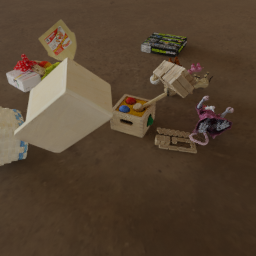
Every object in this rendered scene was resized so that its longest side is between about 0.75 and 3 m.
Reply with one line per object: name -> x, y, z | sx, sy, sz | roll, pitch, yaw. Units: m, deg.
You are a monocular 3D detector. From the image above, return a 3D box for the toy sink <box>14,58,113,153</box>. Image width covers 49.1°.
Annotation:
toy sink -> -1.649, -0.491, 7.080 | 1.411, 2.165, 1.213 | 28, 42, -39

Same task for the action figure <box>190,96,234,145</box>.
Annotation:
action figure -> 3.340, -0.302, 11.340 | 1.489, 1.655, 2.223 | 26, 20, -6

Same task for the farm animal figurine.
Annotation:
farm animal figurine -> 2.559, -2.281, 13.611 | 2.250, 1.186, 2.276 | -37, 57, -21

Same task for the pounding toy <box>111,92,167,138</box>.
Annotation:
pounding toy -> 0.449, -0.693, 11.398 | 1.807, 1.285, 1.664 | 16, 42, 19

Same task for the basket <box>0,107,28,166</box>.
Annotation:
basket -> -4.891, 0.295, 9.422 | 2.767, 1.924, 2.439 | 3, 26, -31

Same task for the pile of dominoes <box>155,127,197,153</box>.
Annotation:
pile of dominoes -> 1.819, 0.523, 10.847 | 1.534, 0.244, 1.195 | 9, 38, -2

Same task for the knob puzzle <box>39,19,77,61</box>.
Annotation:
knob puzzle -> -2.319, -2.937, 9.828 | 1.387, 1.387, 0.192 | 6, 23, 8

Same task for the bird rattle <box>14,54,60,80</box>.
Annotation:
bird rattle -> -4.442, -2.982, 14.379 | 2.356, 1.328, 1.921 | 16, 17, 4

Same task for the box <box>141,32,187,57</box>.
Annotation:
box -> 2.314, -5.332, 17.808 | 2.359, 0.561, 2.279 | 15, 39, 19

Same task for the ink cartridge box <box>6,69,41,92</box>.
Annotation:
ink cartridge box -> -5.238, -2.481, 14.170 | 1.452, 0.610, 1.051 | 28, 46, 30

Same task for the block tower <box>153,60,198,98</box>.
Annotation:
block tower -> 1.429, -1.583, 8.766 | 0.608, 0.651, 2.252 | -43, 21, 8
